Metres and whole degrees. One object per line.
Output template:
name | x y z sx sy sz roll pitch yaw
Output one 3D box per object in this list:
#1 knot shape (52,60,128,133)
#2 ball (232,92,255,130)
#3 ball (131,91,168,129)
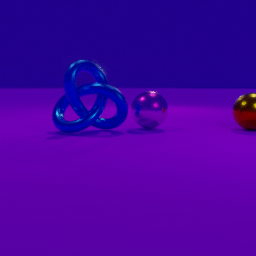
knot shape | -0.889 -0.639 7.282 1.865 1.993 0.921 24 -2 -4
ball | 3.352 -0.450 7.555 1.014 1.014 1.014 0 9 0
ball | 0.590 -0.498 7.722 1.028 1.028 1.028 0 9 0
